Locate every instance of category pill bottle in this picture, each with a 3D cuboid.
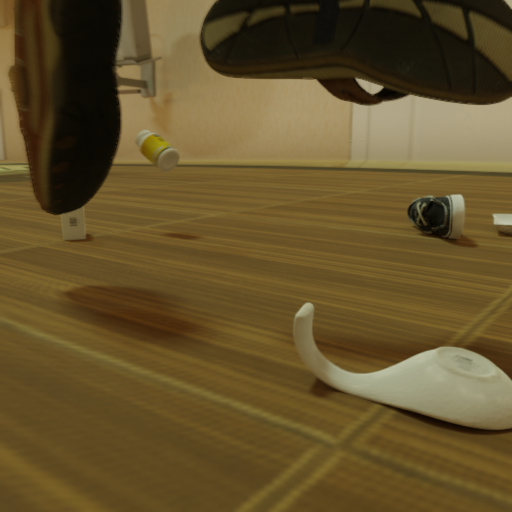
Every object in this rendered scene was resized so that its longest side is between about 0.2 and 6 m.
[{"bbox_3d":[-2.271,-2.409,12.725,1.041,0.585,0.585,42,33,26],"label":"pill bottle"}]

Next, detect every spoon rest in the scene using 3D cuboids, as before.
[{"bbox_3d":[1.274,1.020,4.899,2.020,0.612,1.004,18,19,17],"label":"spoon rest"}]

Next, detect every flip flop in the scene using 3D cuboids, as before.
[{"bbox_3d":[1.061,-2.214,6.092,3.501,1.420,1.008,9,-16,21],"label":"flip flop"}]

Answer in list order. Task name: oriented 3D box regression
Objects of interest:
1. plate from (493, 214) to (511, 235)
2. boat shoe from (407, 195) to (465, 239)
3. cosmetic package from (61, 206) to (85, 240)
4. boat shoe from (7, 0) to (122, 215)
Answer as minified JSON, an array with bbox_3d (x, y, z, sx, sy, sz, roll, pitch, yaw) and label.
[{"bbox_3d":[6.540,-0.698,13.054,1.887,0.306,1.891,4,13,21],"label":"plate"},{"bbox_3d":[3.992,-0.944,12.701,0.913,0.966,2.694,1,10,4],"label":"boat shoe"},{"bbox_3d":[-4.047,-0.807,12.403,0.487,0.790,0.792,-3,13,-14],"label":"cosmetic package"},{"bbox_3d":[-2.656,-2.272,7.631,1.259,3.410,1.290,29,31,24],"label":"boat shoe"}]
